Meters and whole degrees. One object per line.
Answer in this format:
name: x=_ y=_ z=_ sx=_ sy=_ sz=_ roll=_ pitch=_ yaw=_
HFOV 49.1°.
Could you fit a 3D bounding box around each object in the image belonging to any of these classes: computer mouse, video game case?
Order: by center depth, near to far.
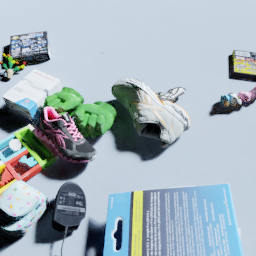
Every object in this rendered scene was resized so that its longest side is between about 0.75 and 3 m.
computer mouse: x=-1.576 y=2.692 z=6.905 sx=0.835 sy=0.485 sz=2.848 roll=17 pitch=54 yaw=-19
video game case: x=4.935 y=-2.470 z=11.008 sx=1.594 sy=0.203 sz=1.441 roll=10 pitch=53 yaw=7

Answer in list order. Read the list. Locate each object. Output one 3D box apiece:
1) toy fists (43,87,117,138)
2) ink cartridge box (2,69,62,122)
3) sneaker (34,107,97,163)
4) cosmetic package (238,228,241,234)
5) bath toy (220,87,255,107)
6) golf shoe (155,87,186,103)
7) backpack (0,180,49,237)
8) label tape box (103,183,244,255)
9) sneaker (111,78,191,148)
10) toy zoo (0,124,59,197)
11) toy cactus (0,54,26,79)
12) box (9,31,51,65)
toy fists: x=-1.629 y=-0.508 z=9.086 sx=2.457 sy=0.845 sz=1.253 roll=24 pitch=57 yaw=16
ink cartridge box: x=-3.241 y=-1.162 z=9.679 sx=1.178 sy=0.680 sz=1.624 roll=24 pitch=56 yaw=18
sneaker: x=-1.830 y=0.146 z=8.286 sx=2.305 sy=1.099 sz=0.911 roll=31 pitch=27 yaw=19
cosmetic package: x=2.373 y=2.898 z=6.718 sx=0.551 sy=0.372 sz=1.047 roll=13 pitch=53 yaw=10
bath toy: x=3.970 y=-1.093 z=9.732 sx=1.440 sy=0.532 sz=0.626 roll=-13 pitch=54 yaw=-11
golf shoe: x=1.460 y=-0.998 z=9.750 sx=1.365 sy=0.531 sz=0.645 roll=-18 pitch=73 yaw=-13
backpack: x=-2.751 y=2.034 z=7.065 sx=1.075 sy=0.937 sz=1.222 roll=28 pitch=62 yaw=13
label tape box: x=1.004 y=2.556 z=6.509 sx=2.997 sy=0.991 sz=2.147 roll=-9 pitch=51 yaw=16
sneaker: x=0.446 y=-0.511 z=8.959 sx=2.976 sy=1.127 sz=1.369 roll=33 pitch=63 yaw=24
toy zoo: x=-3.515 y=1.036 z=8.184 sx=2.485 sy=0.254 sz=1.630 roll=-36 pitch=60 yaw=-27
toy cactus: x=-4.433 y=-2.303 z=10.629 sx=0.550 sy=1.075 sz=0.887 roll=-7 pitch=77 yaw=40
box: x=-4.046 y=-3.325 z=11.556 sx=1.574 sy=0.391 sz=1.562 roll=-10 pitch=52 yaw=-8
